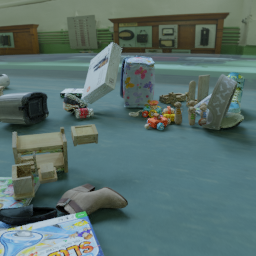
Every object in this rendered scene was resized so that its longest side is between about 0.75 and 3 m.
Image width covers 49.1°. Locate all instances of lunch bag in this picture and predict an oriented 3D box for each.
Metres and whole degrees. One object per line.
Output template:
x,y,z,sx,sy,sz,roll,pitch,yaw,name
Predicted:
0.480,-2.534,15.055,1.806,2.409,2.840,2,22,0,lunch bag

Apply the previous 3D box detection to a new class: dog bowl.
3.635,-0.946,11.028,0.661,2.256,2.256,22,26,20,dog bowl

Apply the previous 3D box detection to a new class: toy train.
1.152,-0.660,12.308,1.883,0.697,2.507,-9,22,-26,toy train

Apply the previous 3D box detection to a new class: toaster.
-4.489,-0.838,11.830,1.494,1.314,2.313,0,13,12,toaster

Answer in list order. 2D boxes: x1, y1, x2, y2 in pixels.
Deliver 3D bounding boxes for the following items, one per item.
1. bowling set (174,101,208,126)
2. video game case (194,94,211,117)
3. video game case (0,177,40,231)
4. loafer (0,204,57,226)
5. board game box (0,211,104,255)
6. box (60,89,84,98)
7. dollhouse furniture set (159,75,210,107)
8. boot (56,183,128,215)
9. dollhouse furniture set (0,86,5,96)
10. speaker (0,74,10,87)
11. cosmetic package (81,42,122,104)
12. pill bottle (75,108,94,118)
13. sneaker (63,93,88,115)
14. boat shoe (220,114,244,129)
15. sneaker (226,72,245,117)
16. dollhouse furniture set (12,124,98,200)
2.915,-0.632,11.686,1.767,0.949,1.230,-10,15,-25,bowling set
3.904,-1.099,13.193,1.413,0.181,1.554,-37,22,2,video game case
-3.395,1.690,6.261,2.301,0.254,2.094,0,20,0,video game case
-1.987,1.695,5.576,1.149,0.403,0.390,12,20,-24,loafer
-1.525,2.154,4.800,1.975,0.340,1.337,-8,21,-21,board game box
-3.069,-2.123,17.074,1.808,0.329,1.305,0,19,4,box
3.010,-2.136,15.170,1.842,1.578,1.936,-11,22,-29,dollhouse furniture set
-0.833,1.687,6.091,1.373,0.482,1.004,11,29,32,boot
-5.963,-1.517,13.735,1.932,1.368,2.103,4,20,10,dollhouse furniture set
-9.002,-2.953,18.553,0.911,0.911,2.243,9,22,23,speaker
-1.281,-2.667,13.706,0.667,2.581,1.946,27,-35,-30,cosmetic package
-1.982,-0.681,12.762,0.769,0.432,0.432,-8,21,-20,pill bottle
-2.573,-1.067,13.443,0.806,0.816,2.054,18,-1,15,sneaker
4.167,-0.199,11.377,1.388,0.432,0.518,-17,46,-34,boat shoe
4.874,-1.619,13.276,1.136,1.865,2.857,8,21,18,sneaker
-1.751,1.019,7.227,2.182,1.213,1.929,-6,35,-17,dollhouse furniture set
